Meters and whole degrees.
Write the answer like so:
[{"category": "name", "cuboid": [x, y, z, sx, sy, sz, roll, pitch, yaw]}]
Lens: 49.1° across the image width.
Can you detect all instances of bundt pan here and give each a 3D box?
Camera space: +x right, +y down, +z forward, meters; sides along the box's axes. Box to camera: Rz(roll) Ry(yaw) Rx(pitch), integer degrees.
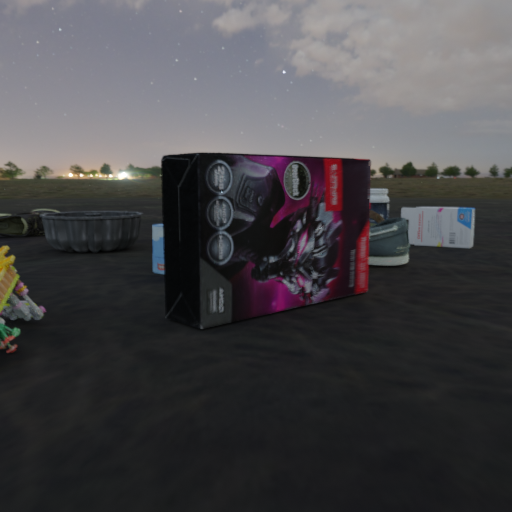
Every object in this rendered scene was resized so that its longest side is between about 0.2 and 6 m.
[{"category": "bundt pan", "cuboid": [-3.720, -0.555, 12.791, 2.256, 0.847, 2.256, 0, 9, 0]}]

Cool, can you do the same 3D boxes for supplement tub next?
[{"category": "supplement tub", "cuboid": [3.547, -1.363, 16.949, 0.917, 1.306, 0.917, 0, 8, 0]}]

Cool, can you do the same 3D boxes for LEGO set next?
[{"category": "LEGO set", "cuboid": [-2.635, 0.598, 5.618, 1.085, 0.878, 2.358, -42, 32, -22]}]

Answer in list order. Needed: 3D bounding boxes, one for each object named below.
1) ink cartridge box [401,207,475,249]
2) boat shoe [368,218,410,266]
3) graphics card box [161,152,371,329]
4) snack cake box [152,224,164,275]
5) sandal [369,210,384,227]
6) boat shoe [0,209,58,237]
[{"category": "ink cartridge box", "cuboid": [4.349, -0.705, 13.477, 1.629, 0.938, 0.552, 5, 8, 28]}, {"category": "boat shoe", "cuboid": [1.454, -0.393, 10.458, 2.799, 0.865, 1.019, 5, 18, 6]}, {"category": "graphics card box", "cuboid": [0.269, -0.303, 7.015, 3.035, 1.904, 0.772, -6, 10, -41]}, {"category": "snack cake box", "cuboid": [-0.301, -0.113, 9.393, 2.600, 0.874, 1.495, 4, 8, 33]}, {"category": "sandal", "cuboid": [3.075, -0.891, 14.879, 2.266, 0.646, 0.900, 2, 21, -45]}, {"category": "boat shoe", "cuboid": [-6.430, -0.849, 15.607, 2.146, 0.767, 0.705, -5, 18, -22]}]
